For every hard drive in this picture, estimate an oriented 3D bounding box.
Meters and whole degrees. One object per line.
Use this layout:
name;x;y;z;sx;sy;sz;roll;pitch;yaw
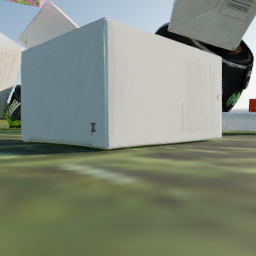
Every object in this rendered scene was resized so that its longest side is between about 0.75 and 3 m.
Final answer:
hard drive;0.815;-0.078;4.289;2.179;0.286;1.437;1;1;11

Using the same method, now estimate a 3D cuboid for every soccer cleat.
soccer cleat;-2.531;-0.567;7.079;0.964;1.157;2.856;-1;1;-35

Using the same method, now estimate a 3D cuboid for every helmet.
helmet;1.413;-1.210;6.689;2.535;2.535;2.417;-1;-38;-30

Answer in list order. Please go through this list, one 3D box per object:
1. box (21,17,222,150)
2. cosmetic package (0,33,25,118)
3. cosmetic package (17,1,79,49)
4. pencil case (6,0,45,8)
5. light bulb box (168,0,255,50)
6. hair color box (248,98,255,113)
box;-0.008;-0.230;2.087;0.939;0.656;1.233;1;1;44
cosmetic package;-4.232;-1.465;6.429;2.055;2.067;2.470;34;20;18
cosmetic package;-2.239;-2.947;9.919;2.590;1.597;2.598;39;7;-27
pencil case;-3.303;-3.933;7.653;2.126;0.930;0.930;9;-1;-12
light bulb box;1.750;-2.980;5.029;1.343;2.153;2.134;18;-42;-2
hair color box;3.790;-0.311;5.629;1.156;0.698;2.278;0;0;-41
